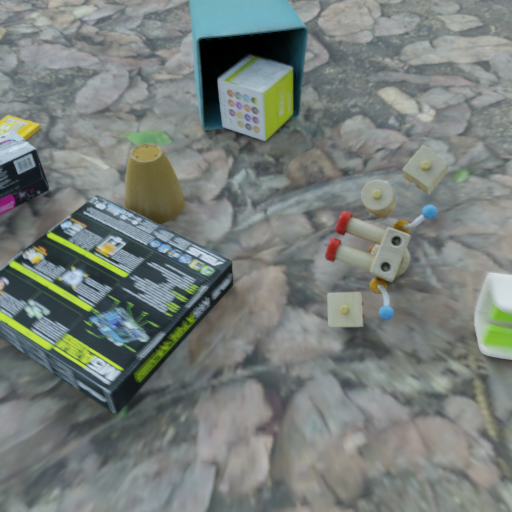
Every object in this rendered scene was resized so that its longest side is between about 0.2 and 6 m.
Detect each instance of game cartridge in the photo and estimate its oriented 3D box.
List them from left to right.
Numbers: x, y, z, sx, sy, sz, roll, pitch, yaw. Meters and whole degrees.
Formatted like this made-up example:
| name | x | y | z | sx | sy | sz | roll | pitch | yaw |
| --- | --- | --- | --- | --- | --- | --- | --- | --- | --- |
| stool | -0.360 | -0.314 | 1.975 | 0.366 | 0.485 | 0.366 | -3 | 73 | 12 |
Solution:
| name | x | y | z | sx | sy | sz | roll | pitch | yaw |
| --- | --- | --- | --- | --- | --- | --- | --- | --- | --- |
| game cartridge | -4.505 | -2.331 | 10.385 | 0.747 | 0.121 | 0.659 | 16 | 48 | 17 |

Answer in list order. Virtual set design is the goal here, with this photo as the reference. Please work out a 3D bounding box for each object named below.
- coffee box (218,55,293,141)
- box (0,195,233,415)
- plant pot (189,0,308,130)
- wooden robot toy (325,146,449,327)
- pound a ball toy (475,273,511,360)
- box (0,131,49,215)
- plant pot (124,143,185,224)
| name | x | y | z | sx | sy | sz | roll | pitch | yaw |
| --- | --- | --- | --- | --- | --- | --- | --- | --- | --- |
| coffee box | 0.017 | -2.849 | 10.097 | 0.978 | 0.988 | 0.989 | 24 | 53 | 25 |
| box | -1.989 | 0.451 | 7.381 | 2.527 | 0.600 | 2.440 | 25 | 53 | 21 |
| plant pot | -0.377 | -4.075 | 10.657 | 1.888 | 1.887 | 2.672 | -10 | 52 | -9 |
| wooden robot toy | 1.690 | -0.172 | 7.573 | 1.136 | 1.170 | 2.579 | 24 | 91 | 20 |
| pound a ball toy | 3.890 | 0.557 | 6.668 | 2.145 | 1.398 | 0.911 | 6 | 37 | 8 |
| box | -4.125 | -1.244 | 8.804 | 0.759 | 0.874 | 1.323 | 35 | 55 | 29 |
| plant pot | -1.620 | -1.168 | 8.635 | 0.959 | 1.029 | 0.959 | 0 | 47 | 0 |
